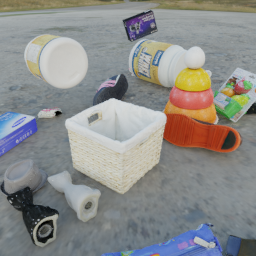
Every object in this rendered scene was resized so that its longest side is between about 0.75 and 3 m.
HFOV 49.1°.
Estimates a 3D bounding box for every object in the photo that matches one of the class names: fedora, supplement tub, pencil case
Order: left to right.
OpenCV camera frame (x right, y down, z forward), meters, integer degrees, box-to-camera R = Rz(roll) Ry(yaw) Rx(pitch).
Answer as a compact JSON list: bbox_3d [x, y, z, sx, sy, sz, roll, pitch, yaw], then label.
[{"bbox_3d":[-2.807,1.260,7.484,1.162,0.593,1.314,11,31,19],"label":"fedora"},{"bbox_3d":[-2.626,-2.413,9.951,1.668,1.668,2.307,-19,29,-30],"label":"supplement tub"},{"bbox_3d":[1.684,-3.243,14.141,2.858,2.067,2.067,25,38,38],"label":"supplement tub"},{"bbox_3d":[0.634,2.418,4.990,2.278,0.989,0.889,-10,53,-16],"label":"pencil case"}]

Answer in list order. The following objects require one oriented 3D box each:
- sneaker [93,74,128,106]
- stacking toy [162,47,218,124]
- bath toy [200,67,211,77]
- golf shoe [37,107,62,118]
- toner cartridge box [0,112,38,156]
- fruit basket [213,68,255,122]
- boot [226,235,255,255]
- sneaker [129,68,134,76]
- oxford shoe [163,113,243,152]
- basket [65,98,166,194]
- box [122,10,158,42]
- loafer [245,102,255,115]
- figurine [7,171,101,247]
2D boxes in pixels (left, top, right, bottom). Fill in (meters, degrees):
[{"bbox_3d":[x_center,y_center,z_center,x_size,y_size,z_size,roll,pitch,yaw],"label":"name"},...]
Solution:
[{"bbox_3d":[-0.975,-1.425,12.270,1.194,1.021,2.911,-12,23,29],"label":"sneaker"},{"bbox_3d":[2.340,-1.465,10.066,2.102,2.877,2.102,1,28,0],"label":"stacking toy"},{"bbox_3d":[3.777,-3.068,15.388,1.592,0.692,0.588,13,9,13],"label":"bath toy"},{"bbox_3d":[-3.085,-0.583,11.081,0.971,0.352,0.447,-20,35,-32],"label":"golf shoe"},{"bbox_3d":[-4.378,0.332,9.166,1.290,0.586,2.716,12,31,20],"label":"toner cartridge box"},{"bbox_3d":[4.211,-1.366,10.923,0.926,1.975,1.829,27,14,-34],"label":"fruit basket"},{"bbox_3d":[2.082,2.699,4.815,1.102,0.850,2.275,6,18,32],"label":"boot"},{"bbox_3d":[0.373,-3.518,15.997,0.558,0.775,1.483,-5,28,-4],"label":"sneaker"},{"bbox_3d":[2.274,0.197,9.323,2.933,1.044,1.064,18,6,33],"label":"oxford shoe"},{"bbox_3d":[-0.288,0.402,7.924,2.074,1.668,2.055,20,34,33],"label":"basket"},{"bbox_3d":[0.391,-3.244,8.895,0.949,0.670,0.374,-24,35,-5],"label":"box"},{"bbox_3d":[4.998,-0.833,11.463,1.463,0.533,0.529,12,17,7],"label":"loafer"},{"bbox_3d":[-1.786,1.687,6.666,1.755,0.755,1.712,-21,31,-35],"label":"figurine"}]
